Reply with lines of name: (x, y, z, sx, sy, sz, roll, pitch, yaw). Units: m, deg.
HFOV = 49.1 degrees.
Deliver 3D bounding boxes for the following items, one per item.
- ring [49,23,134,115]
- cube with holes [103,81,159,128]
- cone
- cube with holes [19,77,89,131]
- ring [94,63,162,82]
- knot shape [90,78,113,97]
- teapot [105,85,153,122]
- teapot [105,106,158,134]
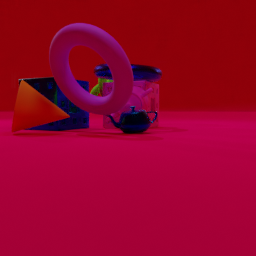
ring: (-0.767, -1.109, 5.619, 1.934, 1.934, 0.387, 2, 36, 34)
cube with holes: (0.117, -0.640, 7.982, 1.242, 1.242, 1.242, 1, 4, 22)
cone: (-1.775, -0.347, 5.928, 1.096, 1.092, 1.092, 11, 0, -19)
cube with holes: (-1.898, -0.611, 7.338, 1.264, 1.264, 1.264, 2, 4, 28)
ring: (0.000, -1.436, 7.351, 1.793, 0.359, 1.793, 3, 8, 0)
knot shape: (-0.646, -1.272, 9.857, 1.738, 1.627, 0.803, 12, 26, -50)
teapot: (0.033, -0.561, 6.696, 1.344, 0.836, 0.658, -33, 6, 18)
teapot: (0.092, -0.186, 5.978, 1.143, 0.560, 0.711, -8, 11, -11)
